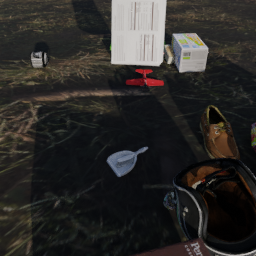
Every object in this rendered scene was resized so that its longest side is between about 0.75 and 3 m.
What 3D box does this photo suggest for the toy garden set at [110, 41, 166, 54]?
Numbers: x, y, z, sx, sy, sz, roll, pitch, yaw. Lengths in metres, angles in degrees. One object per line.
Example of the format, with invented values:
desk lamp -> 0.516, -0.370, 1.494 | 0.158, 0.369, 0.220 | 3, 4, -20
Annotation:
toy garden set -> 0.490, -3.690, 13.611 | 2.702, 0.539, 2.253 | 1, 34, 1

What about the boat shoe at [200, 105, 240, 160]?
boat shoe -> 2.564, 0.167, 8.011 | 0.804, 0.759, 2.234 | -5, 36, -6

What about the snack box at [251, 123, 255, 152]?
snack box -> 4.158, 0.078, 7.767 | 1.348, 0.456, 1.137 | -29, 19, 35

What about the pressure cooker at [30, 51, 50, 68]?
pressure cooker -> -3.925, -3.075, 12.572 | 0.798, 0.702, 0.713 | -1, 19, -4

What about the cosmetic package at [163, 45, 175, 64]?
cosmetic package -> 1.910, -3.458, 13.106 | 0.291, 0.430, 0.818 | -8, 61, -11

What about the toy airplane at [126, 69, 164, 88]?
toy airplane -> 0.705, -2.046, 11.490 | 1.564, 0.288, 1.564 | 2, 36, -1

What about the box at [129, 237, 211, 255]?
box -> -0.001, 2.722, 3.880 | 2.934, 1.100, 1.469 | -5, 40, -21

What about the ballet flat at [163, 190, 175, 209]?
ballet flat -> 1.489, 1.548, 6.360 | 1.363, 0.490, 0.490 | -6, 36, -8

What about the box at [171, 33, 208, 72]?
box -> 2.738, -3.481, 12.802 | 1.182, 1.065, 2.101 | -3, 36, -4

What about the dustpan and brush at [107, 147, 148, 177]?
dustpan and brush -> 0.062, 0.797, 7.521 | 1.107, 0.317, 0.772 | -18, 40, -24

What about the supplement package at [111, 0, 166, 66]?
supplement package -> 0.351, -3.052, 7.894 | 1.330, 2.398, 1.868 | 5, 17, 9

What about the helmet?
helmet -> 1.738, 1.571, 5.288 | 1.770, 1.688, 1.770 | -22, 6, 3
